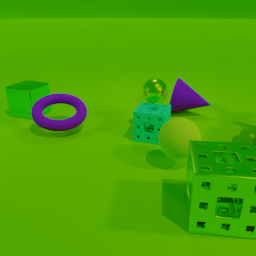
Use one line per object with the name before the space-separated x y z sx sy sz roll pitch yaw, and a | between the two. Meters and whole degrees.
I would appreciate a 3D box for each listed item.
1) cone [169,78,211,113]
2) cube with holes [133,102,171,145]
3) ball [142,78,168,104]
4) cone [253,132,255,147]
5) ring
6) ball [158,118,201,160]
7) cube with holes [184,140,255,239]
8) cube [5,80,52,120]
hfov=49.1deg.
cone | 2.192 -0.947 9.577 1.284 1.279 1.279 16 27 14
cube with holes | 0.690 -0.147 8.000 0.882 0.882 0.882 7 25 16
ball | 0.795 -1.092 8.325 0.762 0.762 0.762 0 24 0
cone | 4.022 0.115 6.777 1.533 1.527 1.527 16 28 19
ring | -2.071 -0.506 8.490 1.654 0.331 1.654 5 41 -4
ball | 1.181 0.242 6.449 0.962 0.962 0.962 0 24 0
cube with holes | 1.665 1.027 4.945 1.173 1.173 1.173 3 24 7
cube | -3.436 -1.004 9.760 1.039 1.039 1.039 10 25 21
